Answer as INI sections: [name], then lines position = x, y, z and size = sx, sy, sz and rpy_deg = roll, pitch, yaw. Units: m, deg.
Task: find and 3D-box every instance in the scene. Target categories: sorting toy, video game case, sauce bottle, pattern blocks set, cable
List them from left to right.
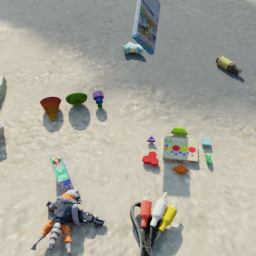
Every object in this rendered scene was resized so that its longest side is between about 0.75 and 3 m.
[sorting toy]
position = -2.337, -0.893, 12.016
size = 2.742, 0.951, 0.944
rpy_deg = -10, 71, -6
[cable]
position = 0.557, 3.177, 8.118
size = 1.429, 0.741, 2.943
rpy_deg = 16, 48, 6
[video game case]
position = 0.775, -4.346, 11.209
size = 0.207, 1.665, 2.326
rpy_deg = 4, 82, 29
[pattern blocks set]
position = 1.929, 0.816, 10.689
size = 2.498, 0.202, 2.196
rpy_deg = 11, 48, 10
[sauce bottle]
position = 5.120, -3.159, 14.207
size = 0.463, 0.463, 1.432
rpy_deg = -28, 56, -23

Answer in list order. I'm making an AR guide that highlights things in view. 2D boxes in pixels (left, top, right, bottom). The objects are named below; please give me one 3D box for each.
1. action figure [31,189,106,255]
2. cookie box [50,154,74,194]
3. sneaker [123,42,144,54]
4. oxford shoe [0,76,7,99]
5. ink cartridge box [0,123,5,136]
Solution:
[action figure]
position = -1.722, 2.764, 8.378
size = 2.018, 1.056, 1.952
rpy_deg = 8, 56, 6
[cookie box]
position = -2.223, 1.601, 9.481
size = 0.408, 0.928, 1.085
rpy_deg = -21, 51, -15
[sneaker]
position = 0.232, -4.204, 15.153
size = 1.201, 0.478, 0.784
rpy_deg = 28, 50, 35
[oxford shoe]
position = -5.951, -1.820, 12.910
size = 0.449, 0.585, 1.555
rpy_deg = -15, 46, 1
[ink cartridge box]
position = -5.947, -0.252, 10.758
size = 1.903, 0.789, 1.397
rpy_deg = 48, 60, 3
